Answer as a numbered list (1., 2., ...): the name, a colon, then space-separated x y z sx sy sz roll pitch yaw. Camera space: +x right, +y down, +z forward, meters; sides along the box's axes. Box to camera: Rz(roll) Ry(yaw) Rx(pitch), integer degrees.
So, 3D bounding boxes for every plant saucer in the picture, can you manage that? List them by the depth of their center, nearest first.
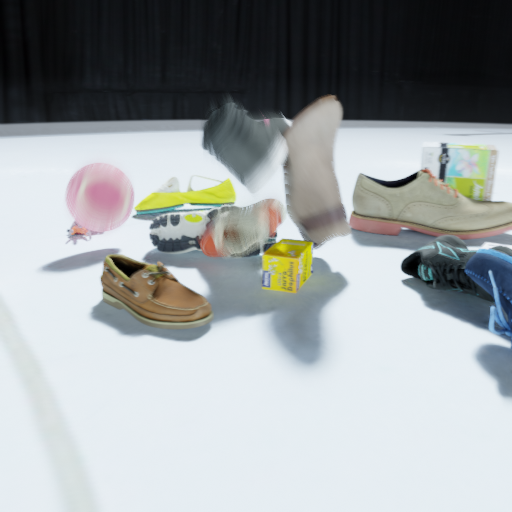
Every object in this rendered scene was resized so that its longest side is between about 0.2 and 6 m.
1. plant saucer: -3.136 -1.199 11.420 1.403 1.403 0.356 -11 7 -31

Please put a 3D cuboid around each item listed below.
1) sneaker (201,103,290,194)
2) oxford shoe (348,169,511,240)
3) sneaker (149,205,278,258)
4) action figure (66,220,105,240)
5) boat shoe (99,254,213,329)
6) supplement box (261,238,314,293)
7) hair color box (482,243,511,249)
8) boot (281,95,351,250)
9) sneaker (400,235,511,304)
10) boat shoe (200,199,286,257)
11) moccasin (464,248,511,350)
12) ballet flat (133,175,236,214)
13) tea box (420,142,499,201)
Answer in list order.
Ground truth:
1. sneaker: -0.159 -2.401 10.676 1.466 1.045 2.956 42 28 -15
2. oxford shoe: 3.998 -1.191 12.417 3.786 1.416 1.334 2 17 6
3. sneaker: -0.825 -0.556 11.261 2.622 1.016 1.044 4 10 13
4. action figure: -3.772 -0.635 12.367 0.829 0.434 0.802 -4 27 -16
5. boat shoe: -1.557 0.486 8.210 2.163 0.735 0.778 12 21 33
6. supplement box: 0.553 0.143 9.521 0.611 0.607 1.115 6 18 19
7. hair color box: 4.319 0.097 10.090 0.629 0.373 1.151 11 22 32
8. boot: 1.175 -1.295 10.043 0.986 2.053 2.808 -17 -10 -13
9. sneaker: 3.228 0.313 8.824 1.004 0.955 2.533 -14 12 -11
10. boat shoe: -0.376 -0.391 9.898 2.140 0.762 0.670 -22 16 46
11. moccasin: 3.332 0.783 6.485 1.168 0.990 2.904 27 11 -24
12. ballet flat: -1.854 -1.648 14.681 2.750 0.922 0.919 -6 9 -18
13. tea box: 4.950 -1.857 13.926 1.754 1.783 1.192 5 18 16
